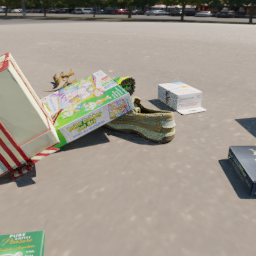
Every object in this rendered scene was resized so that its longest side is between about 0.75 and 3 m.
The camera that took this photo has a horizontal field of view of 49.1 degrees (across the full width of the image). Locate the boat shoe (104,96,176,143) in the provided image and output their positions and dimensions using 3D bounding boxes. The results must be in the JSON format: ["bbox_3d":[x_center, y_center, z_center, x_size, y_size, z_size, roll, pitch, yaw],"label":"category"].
[{"bbox_3d":[0.180,-0.474,8.726,2.865,1.091,1.027,15,29,28],"label":"boat shoe"}]

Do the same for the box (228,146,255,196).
[{"bbox_3d":[3.198,0.939,6.549,1.239,0.401,1.571,-1,25,1],"label":"box"}]

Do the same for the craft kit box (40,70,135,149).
[{"bbox_3d":[-1.558,-0.673,8.713,2.738,0.673,2.772,-31,32,-8],"label":"craft kit box"}]

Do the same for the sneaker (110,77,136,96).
[{"bbox_3d":[-0.826,-1.545,11.380,1.094,1.002,2.569,9,17,37],"label":"sneaker"}]

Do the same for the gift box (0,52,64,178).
[{"bbox_3d":[-2.874,-0.241,6.619,2.490,2.325,2.297,-26,31,-4],"label":"gift box"}]

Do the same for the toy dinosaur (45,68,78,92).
[{"bbox_3d":[-2.969,-2.009,12.705,1.371,0.780,2.582,-29,24,-1],"label":"toy dinosaur"}]

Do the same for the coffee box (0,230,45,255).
[{"bbox_3d":[-1.691,2.140,4.135,0.826,0.295,1.344,-5,26,-10],"label":"coffee box"}]

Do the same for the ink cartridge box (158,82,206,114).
[{"bbox_3d":[2.065,-1.197,10.786,1.099,0.647,1.908,-10,27,-21],"label":"ink cartridge box"}]
